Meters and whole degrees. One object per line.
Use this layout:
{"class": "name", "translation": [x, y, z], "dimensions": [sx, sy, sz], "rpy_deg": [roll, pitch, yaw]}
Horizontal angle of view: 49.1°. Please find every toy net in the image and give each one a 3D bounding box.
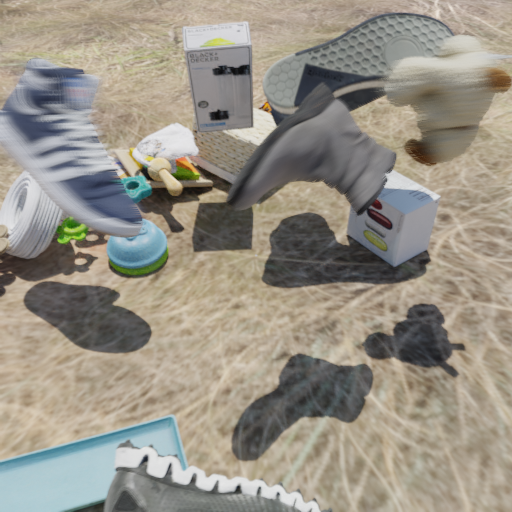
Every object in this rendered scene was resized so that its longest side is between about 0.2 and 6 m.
{"class": "toy net", "translation": [-2.635, -1.476, 12.508], "dimensions": [2.243, 0.826, 4.276], "rpy_deg": [8, 48, 9]}

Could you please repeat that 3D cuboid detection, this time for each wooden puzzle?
{"class": "wooden puzzle", "translation": [-2.318, -2.244, 13.881], "dimensions": [1.914, 0.385, 2.069], "rpy_deg": [-6, 35, -34]}

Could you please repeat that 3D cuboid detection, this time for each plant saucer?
{"class": "plant saucer", "translation": [-2.473, 3.061, 7.777], "dimensions": [2.957, 0.281, 1.034], "rpy_deg": [-11, 40, -15]}

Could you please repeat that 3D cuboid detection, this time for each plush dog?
{"class": "plush dog", "translation": [2.959, -2.160, 8.377], "dimensions": [1.881, 1.616, 1.509], "rpy_deg": [-31, 50, -26]}

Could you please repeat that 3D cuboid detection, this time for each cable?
{"class": "cable", "translation": [-4.623, -0.932, 11.527], "dimensions": [0.680, 1.965, 1.965], "rpy_deg": [21, 27, -39]}

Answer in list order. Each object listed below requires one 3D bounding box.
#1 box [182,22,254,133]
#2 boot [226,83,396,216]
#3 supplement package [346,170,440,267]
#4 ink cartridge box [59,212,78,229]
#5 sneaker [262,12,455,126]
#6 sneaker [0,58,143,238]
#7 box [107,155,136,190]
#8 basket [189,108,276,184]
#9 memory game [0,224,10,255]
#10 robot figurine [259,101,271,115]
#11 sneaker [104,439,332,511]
{"class": "box", "translation": [-0.729, -3.557, 11.389], "dimensions": [1.306, 2.240, 0.673], "rpy_deg": [-5, 60, -3]}
{"class": "boot", "translation": [0.856, -1.079, 7.224], "dimensions": [1.624, 0.861, 2.467], "rpy_deg": [43, 61, -4]}
{"class": "supplement package", "translation": [2.811, -0.826, 11.700], "dimensions": [1.062, 1.381, 1.445], "rpy_deg": [-25, 45, -28]}
{"class": "ink cartridge box", "translation": [-4.143, -1.026, 12.247], "dimensions": [0.341, 1.012, 0.593], "rpy_deg": [-7, 40, -9]}
{"class": "sneaker", "translation": [1.887, -3.261, 10.789], "dimensions": [3.469, 2.507, 1.319], "rpy_deg": [-15, 81, 4]}
{"class": "sneaker", "translation": [-2.818, -1.838, 9.061], "dimensions": [3.212, 1.743, 1.126], "rpy_deg": [41, 22, 10]}
{"class": "box", "translation": [-4.154, -2.031, 13.925], "dimensions": [2.407, 0.499, 1.433], "rpy_deg": [23, 44, 23]}
{"class": "basket", "translation": [-0.372, -2.828, 13.962], "dimensions": [2.290, 1.413, 1.552], "rpy_deg": [31, 48, 22]}
{"class": "memory game", "translation": [-5.775, 0.053, 11.064], "dimensions": [2.077, 0.132, 2.077], "rpy_deg": [-12, 49, 15]}
{"class": "robot figurine", "translation": [0.499, -4.187, 16.580], "dimensions": [1.246, 0.500, 1.718], "rpy_deg": [14, 41, 19]}
{"class": "sneaker", "translation": [-0.478, 3.398, 6.831], "dimensions": [3.150, 1.047, 1.425], "rpy_deg": [14, 54, 8]}
